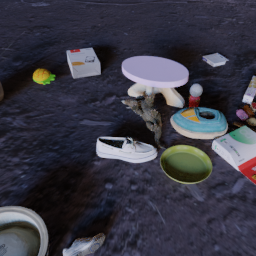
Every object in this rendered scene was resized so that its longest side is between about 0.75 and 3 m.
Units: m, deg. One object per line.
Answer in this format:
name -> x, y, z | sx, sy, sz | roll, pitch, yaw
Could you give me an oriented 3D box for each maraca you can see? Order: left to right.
maraca -> -3.799, -2.303, 12.655 | 1.200, 0.642, 0.823 | 28, 64, 31

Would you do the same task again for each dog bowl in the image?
dog bowl -> -2.831, 2.914, 6.344 | 2.198, 0.810, 2.198 | 0, 41, 0

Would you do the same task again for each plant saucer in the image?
plant saucer -> 1.814, 1.174, 8.839 | 1.617, 0.251, 1.617 | 0, 40, 0

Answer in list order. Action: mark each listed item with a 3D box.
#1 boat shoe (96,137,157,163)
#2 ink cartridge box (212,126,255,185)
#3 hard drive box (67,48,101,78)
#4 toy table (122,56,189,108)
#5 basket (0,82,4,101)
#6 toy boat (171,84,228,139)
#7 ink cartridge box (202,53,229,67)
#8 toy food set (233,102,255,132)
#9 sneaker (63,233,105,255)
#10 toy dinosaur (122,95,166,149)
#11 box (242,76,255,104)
boat shoe -> -0.043, 0.653, 9.118 | 2.028, 0.677, 0.746 | 0, 40, 0
ink cartridge box -> 3.961, 0.809, 9.137 | 1.510, 0.470, 1.877 | -21, 43, -23
hard drive box -> -2.192, -3.207, 13.714 | 1.345, 0.663, 1.726 | -12, 41, -14
toy table -> 1.061, -1.747, 11.171 | 2.639, 1.546, 2.426 | 27, 52, 30
basket -> -6.103, -1.255, 10.660 | 1.526, 2.023, 2.244 | -12, 19, 39
toy boat -> 2.557, -0.624, 10.305 | 1.995, 1.103, 2.373 | 2, 41, 3
ink cartridge box -> 4.516, -3.518, 14.442 | 0.968, 0.196, 0.966 | -16, 43, -19
toy food set -> 4.856, -0.566, 10.867 | 1.171, 0.290, 1.842 | 26, 47, 28
sneaker -> -1.065, 2.832, 6.771 | 1.110, 0.414, 0.484 | -23, 41, -26
toy dinosaur -> 0.816, -0.398, 9.968 | 0.969, 1.287, 2.517 | -43, 76, 7
box -> 5.377, -1.673, 12.126 | 0.382, 0.357, 1.844 | 21, 44, 23
